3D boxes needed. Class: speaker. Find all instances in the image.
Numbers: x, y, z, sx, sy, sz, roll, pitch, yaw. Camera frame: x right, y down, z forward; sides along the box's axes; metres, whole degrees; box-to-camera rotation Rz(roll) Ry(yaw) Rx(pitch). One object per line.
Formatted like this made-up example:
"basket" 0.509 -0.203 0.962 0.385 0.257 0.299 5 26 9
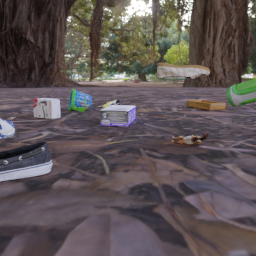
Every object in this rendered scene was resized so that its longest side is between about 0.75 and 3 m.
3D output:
"speaker" 3.119 -0.913 6.710 1.354 0.599 0.599 -15 -1 39

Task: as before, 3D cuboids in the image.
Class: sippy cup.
"sippy cup" -2.583 -1.446 15.296 1.107 1.510 1.186 8 -21 -18

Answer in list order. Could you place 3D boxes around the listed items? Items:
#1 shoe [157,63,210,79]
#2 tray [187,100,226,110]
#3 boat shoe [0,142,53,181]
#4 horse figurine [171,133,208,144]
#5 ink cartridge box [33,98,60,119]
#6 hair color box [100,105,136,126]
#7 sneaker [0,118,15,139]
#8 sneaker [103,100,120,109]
"shoe" 1.880 -1.879 9.574 1.887 0.504 0.660 4 0 -9
"tray" 4.565 -1.359 16.489 1.126 0.423 2.282 -4 12 -20
"boat shoe" -2.443 0.602 5.078 2.102 0.696 0.735 -5 12 -24
"horse figurine" 1.681 0.309 7.679 1.087 0.271 0.720 -4 -8 24
"ink cartridge box" -3.673 -0.888 12.636 1.191 0.874 0.493 5 11 30
"hair color box" -0.350 -0.531 11.381 1.097 0.650 2.007 3 9 10
"sneaker" -4.068 -0.203 8.425 0.746 1.066 1.846 2 11 6
"sneaker" -0.923 -1.287 15.702 0.653 0.565 1.446 2 11 24
